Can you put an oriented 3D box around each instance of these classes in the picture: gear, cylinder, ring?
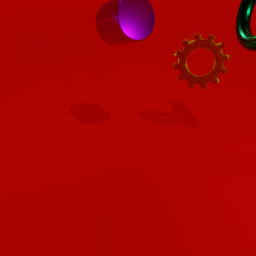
[{"bbox_3d":[1.969,-1.787,7.609,1.433,1.433,0.265,6,16,10],"label":"gear"},{"bbox_3d":[-0.084,-2.680,6.998,1.113,1.113,1.113,-20,19,-29],"label":"cylinder"},{"bbox_3d":[3.263,-2.832,6.760,0.384,1.922,1.922,5,30,-13],"label":"ring"}]
